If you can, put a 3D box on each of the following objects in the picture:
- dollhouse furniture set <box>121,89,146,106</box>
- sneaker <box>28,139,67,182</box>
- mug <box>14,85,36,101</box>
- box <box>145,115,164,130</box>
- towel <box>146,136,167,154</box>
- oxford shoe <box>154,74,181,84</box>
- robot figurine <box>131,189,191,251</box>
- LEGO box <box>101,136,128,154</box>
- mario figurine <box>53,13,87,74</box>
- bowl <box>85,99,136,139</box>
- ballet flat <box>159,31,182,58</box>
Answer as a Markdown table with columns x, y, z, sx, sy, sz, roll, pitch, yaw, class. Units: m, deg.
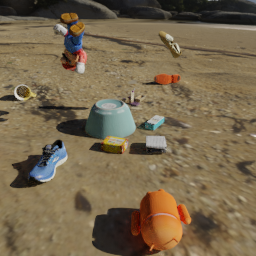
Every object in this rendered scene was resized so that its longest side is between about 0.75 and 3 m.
| x | y | z | sx | sy | sz | roll | pitch | yaw | class |
| --- | --- | --- | --- | --- | --- | --- | --- | --- | --- |
| 0.324 | -1.686 | 13.719 | 0.874 | 0.783 | 1.103 | 16 | 31 | 29 | dollhouse furniture set |
| -2.439 | 0.930 | 8.411 | 0.724 | 0.821 | 1.843 | 5 | 27 | 10 | sneaker |
| -5.280 | -1.779 | 14.202 | 0.780 | 0.974 | 0.799 | -40 | 26 | -6 | mug |
| 1.099 | -0.225 | 11.388 | 0.396 | 0.237 | 0.963 | 16 | 30 | 29 | box |
| 0.957 | 0.584 | 9.644 | 0.704 | 0.364 | 0.850 | 2 | 25 | 2 | towel |
| 2.230 | -2.900 | 16.528 | 1.687 | 0.601 | 0.615 | -2 | 13 | -21 | oxford shoe |
| 0.691 | 2.016 | 6.177 | 1.093 | 0.886 | 1.519 | 20 | 23 | -10 | robot figurine |
| -0.458 | 0.573 | 9.705 | 0.782 | 0.302 | 0.582 | 9 | 28 | 18 | LEGO box |
| -2.189 | -2.938 | 10.423 | 1.271 | 2.398 | 1.480 | 4 | 61 | -7 | mario figurine |
| -0.688 | -0.469 | 10.980 | 2.013 | 1.053 | 2.013 | 1 | 26 | -1 | bowl |
| 1.759 | -3.443 | 11.369 | 0.413 | 1.309 | 0.449 | -15 | 35 | 47 | ballet flat |
